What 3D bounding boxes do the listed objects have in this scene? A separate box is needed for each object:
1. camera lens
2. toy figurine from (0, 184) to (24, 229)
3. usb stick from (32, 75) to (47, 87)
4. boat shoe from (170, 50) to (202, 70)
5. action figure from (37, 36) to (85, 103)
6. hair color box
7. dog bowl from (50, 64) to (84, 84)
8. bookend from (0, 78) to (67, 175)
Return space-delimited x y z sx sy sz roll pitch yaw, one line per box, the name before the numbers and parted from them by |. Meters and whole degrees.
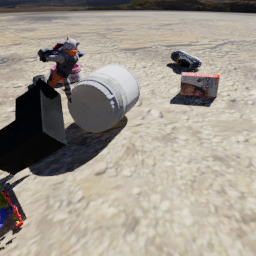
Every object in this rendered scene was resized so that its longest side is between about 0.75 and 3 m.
camera lens | -0.757 -1.080 9.643 1.843 1.843 2.304 11 31 20
toy figurine | -2.765 1.721 5.757 0.743 0.655 1.241 -28 37 -32
usb stick | -3.939 -1.888 12.708 0.698 0.410 2.517 -15 31 -14
boat shoe | 3.068 -3.924 16.067 1.003 0.782 2.210 -17 34 -36
action figure | -1.667 -1.705 7.962 0.949 1.756 1.815 32 33 20
hair color box | 3.104 -1.897 12.202 1.602 0.888 0.512 5 29 12
dog bowl | -3.134 -2.807 14.161 1.761 0.649 1.761 1 28 0
bookend | -2.549 -0.022 7.060 1.760 0.811 1.749 -29 52 16
